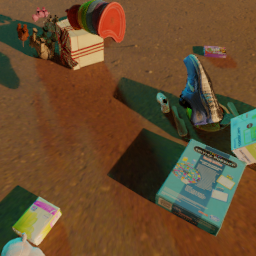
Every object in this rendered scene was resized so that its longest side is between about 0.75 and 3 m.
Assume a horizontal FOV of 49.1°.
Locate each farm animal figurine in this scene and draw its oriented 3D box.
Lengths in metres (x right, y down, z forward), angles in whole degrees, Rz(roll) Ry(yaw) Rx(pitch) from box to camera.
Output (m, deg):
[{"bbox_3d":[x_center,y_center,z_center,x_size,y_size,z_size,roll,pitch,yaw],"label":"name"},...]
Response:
[{"bbox_3d":[-3.967,-4.362,13.296,2.124,1.323,2.630,26,45,-1],"label":"farm animal figurine"}]

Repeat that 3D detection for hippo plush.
[{"bbox_3d":[-2.573,3.193,6.088,1.718,1.368,1.381,33,16,-10],"label":"hippo plush"}]

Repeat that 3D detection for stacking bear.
[{"bbox_3d":[-1.139,-3.423,8.768,1.926,1.095,1.170,22,16,34],"label":"stacking bear"}]

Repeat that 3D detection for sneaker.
[{"bbox_3d":[1.598,-0.957,6.883,0.889,0.784,1.995,-22,56,25],"label":"sneaker"},{"bbox_3d":[1.357,-1.047,10.576,0.363,0.414,1.034,-10,46,-7],"label":"sneaker"}]

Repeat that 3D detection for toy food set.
[{"bbox_3d":[2.896,-0.514,9.991,2.486,0.499,1.716,-6,46,-5],"label":"toy food set"}]

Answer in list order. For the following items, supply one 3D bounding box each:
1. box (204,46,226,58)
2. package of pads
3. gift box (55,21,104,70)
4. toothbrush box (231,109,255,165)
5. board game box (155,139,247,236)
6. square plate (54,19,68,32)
[{"bbox_3d":[4.076,-3.580,13.152,0.982,0.192,0.672,5,46,5],"label":"box"},{"bbox_3d":[-2.323,2.409,7.290,0.795,0.351,1.030,22,51,21],"label":"package of pads"},{"bbox_3d":[-2.128,-3.700,12.203,1.779,1.758,1.905,-22,46,-23],"label":"gift box"},{"bbox_3d":[4.220,0.088,8.424,1.994,0.858,1.452,-28,30,39],"label":"toothbrush box"},{"bbox_3d":[2.110,1.562,7.956,1.767,0.549,2.340,25,51,22],"label":"board game box"},{"bbox_3d":[-2.571,-5.372,14.793,2.339,0.333,2.317,-36,56,-29],"label":"square plate"}]
